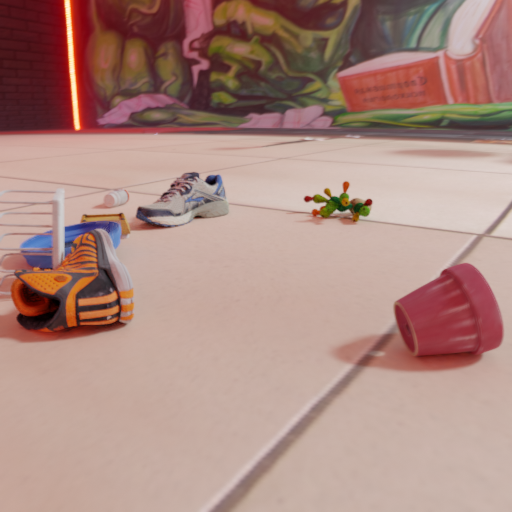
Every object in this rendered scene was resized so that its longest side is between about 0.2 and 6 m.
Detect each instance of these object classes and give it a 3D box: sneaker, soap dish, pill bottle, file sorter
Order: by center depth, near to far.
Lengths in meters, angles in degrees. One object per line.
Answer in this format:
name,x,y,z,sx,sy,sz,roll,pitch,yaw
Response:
sneaker,-2.853,0.285,8.328,1.514,1.048,2.702,-7,18,-25
file sorter,-3.627,-0.243,9.017,0.978,1.570,1.090,1,16,-16
soap dish,-3.407,-0.662,12.537,1.129,0.459,0.889,-3,17,-14
sneaker,-1.869,-1.494,14.033,1.091,1.206,2.830,13,22,38
pill bottle,-3.944,-1.628,15.814,0.443,0.443,0.808,5,17,16

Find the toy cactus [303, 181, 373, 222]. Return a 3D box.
toy cactus,2.338,-1.380,14.471,1.612,0.999,1.953,-1,5,-40

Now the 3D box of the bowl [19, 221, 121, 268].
bowl,-3.546,-0.231,10.842,1.896,0.372,1.896,-8,19,3

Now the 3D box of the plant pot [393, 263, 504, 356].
plant pot,2.299,0.749,6.906,0.999,1.116,1.116,-17,18,-2
